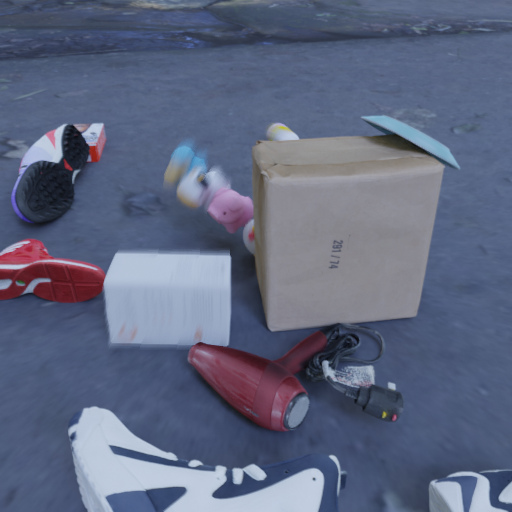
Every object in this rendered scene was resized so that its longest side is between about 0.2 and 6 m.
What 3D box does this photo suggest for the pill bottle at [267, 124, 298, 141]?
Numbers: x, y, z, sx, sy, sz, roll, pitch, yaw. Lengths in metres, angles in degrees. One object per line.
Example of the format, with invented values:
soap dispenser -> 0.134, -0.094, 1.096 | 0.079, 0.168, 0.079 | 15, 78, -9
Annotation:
pill bottle -> 0.611, -2.445, 11.943 | 0.512, 0.512, 0.982 | -10, 32, -15

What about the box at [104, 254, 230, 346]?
box -> -1.056, 0.540, 6.983 | 1.466, 0.912, 0.714 | 2, 31, -1

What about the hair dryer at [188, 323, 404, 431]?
hair dryer -> 0.384, 1.330, 6.351 | 2.356, 0.640, 1.794 | 6, 17, -1

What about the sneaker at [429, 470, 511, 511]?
sneaker -> 2.445, 2.432, 4.169 | 1.420, 0.871, 2.183 | -16, 26, -9

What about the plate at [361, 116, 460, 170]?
plate -> 1.953, -1.467, 7.001 | 1.382, 0.177, 1.382 | 27, 14, -7

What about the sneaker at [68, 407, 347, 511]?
sneaker -> -0.208, 2.029, 4.585 | 1.845, 1.131, 2.835 | -23, 40, -33

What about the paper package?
paper package -> 1.050, -0.303, 7.110 | 2.139, 2.244, 1.161 | -4, 34, -5

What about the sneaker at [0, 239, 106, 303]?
sneaker -> -2.938, 0.088, 7.949 | 1.821, 0.713, 1.052 | 3, 35, 2

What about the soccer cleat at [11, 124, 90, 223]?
soccer cleat -> -3.900, -1.415, 10.209 | 1.064, 0.991, 2.906 | -21, 36, 15

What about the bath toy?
bath toy -> -0.449, -0.820, 8.570 | 2.200, 0.813, 0.957 | 40, 47, 23

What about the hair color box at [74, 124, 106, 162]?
hair color box -> -3.688, -2.438, 12.059 | 0.711, 0.410, 1.282 | -4, 32, -5
